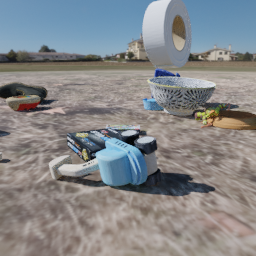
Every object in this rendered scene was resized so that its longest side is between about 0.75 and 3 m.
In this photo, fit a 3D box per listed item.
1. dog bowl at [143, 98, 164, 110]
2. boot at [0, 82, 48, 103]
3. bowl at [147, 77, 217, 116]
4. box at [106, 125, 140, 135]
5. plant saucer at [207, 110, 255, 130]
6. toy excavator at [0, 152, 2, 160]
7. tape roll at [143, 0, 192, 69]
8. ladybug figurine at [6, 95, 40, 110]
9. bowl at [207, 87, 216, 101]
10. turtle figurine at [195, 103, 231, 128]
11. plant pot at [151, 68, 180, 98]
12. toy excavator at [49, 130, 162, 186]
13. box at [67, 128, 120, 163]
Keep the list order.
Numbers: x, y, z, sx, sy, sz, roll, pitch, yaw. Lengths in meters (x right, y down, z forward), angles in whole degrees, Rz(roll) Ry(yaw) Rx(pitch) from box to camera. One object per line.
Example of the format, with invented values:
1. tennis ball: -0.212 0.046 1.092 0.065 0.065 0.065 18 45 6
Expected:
1. dog bowl: 1.480 -1.163 13.127 1.807 0.448 1.007 -14 20 -41
2. boot: -5.644 -1.771 14.619 2.613 1.012 1.808 -3 20 -9
3. bowl: 2.163 -1.304 11.746 2.795 1.312 2.795 3 18 -1
4. box: -0.156 0.058 8.863 1.073 0.186 0.590 0 14 0
5. plant saucer: 3.818 -0.333 10.067 1.913 0.358 1.913 0 14 0
6. toy excavator: -3.438 0.633 6.245 0.893 0.459 0.918 5 6 15
7. tape roll: 1.453 -3.294 9.928 0.825 2.360 2.360 5 14 33
8. ladybug figurine: -4.744 -1.159 12.829 1.600 0.576 1.086 -13 19 -42
9. bowl: 3.309 -1.609 13.891 1.975 0.927 1.975 1 14 0
10. turtle figurine: 2.856 -0.498 9.986 1.447 0.466 1.167 -41 10 -14
11. plant pot: 2.239 -2.540 16.325 1.487 1.654 1.654 9 15 6
12. toy excavator: -0.471 0.682 5.396 1.728 0.863 1.680 -19 21 -29
13. box: -0.667 0.412 7.064 1.317 0.381 1.657 -8 16 -28
